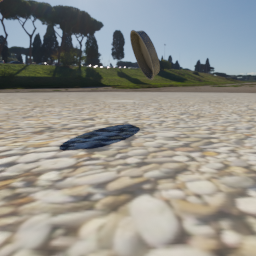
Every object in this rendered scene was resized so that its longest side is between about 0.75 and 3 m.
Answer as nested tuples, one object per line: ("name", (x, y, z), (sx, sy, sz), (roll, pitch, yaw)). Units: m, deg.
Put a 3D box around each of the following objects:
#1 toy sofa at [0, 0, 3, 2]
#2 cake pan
("toy sofa", (-4.909, -4.760, 10.367), (0.872, 0.361, 0.426), (-45, 19, -17))
("cake pan", (0.705, -3.020, 11.456), (0.393, 2.141, 2.141), (-25, 13, -6))
